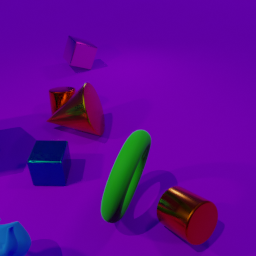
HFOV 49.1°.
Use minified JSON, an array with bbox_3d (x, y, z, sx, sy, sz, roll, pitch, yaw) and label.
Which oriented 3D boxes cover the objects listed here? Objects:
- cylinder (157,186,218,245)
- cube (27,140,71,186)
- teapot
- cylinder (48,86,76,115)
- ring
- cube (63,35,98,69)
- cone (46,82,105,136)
[{"bbox_3d":[1.059,1.552,5.058,0.793,0.793,0.793,-23,22,-28],"label":"cylinder"},{"bbox_3d":[-1.742,0.786,6.316,0.740,0.740,0.740,1,36,0],"label":"cube"},{"bbox_3d":[-1.942,1.729,4.283,0.857,1.379,0.675,-10,79,-42],"label":"teapot"},{"bbox_3d":[-1.896,-0.764,8.243,0.775,0.775,0.775,-2,21,1],"label":"cylinder"},{"bbox_3d":[-0.006,0.891,5.239,0.361,1.803,1.803,20,40,11],"label":"ring"},{"bbox_3d":[-1.887,-2.955,10.982,0.920,0.920,0.920,4,29,-36],"label":"cube"},{"bbox_3d":[-1.577,-0.346,7.643,1.465,1.460,1.460,-13,35,12],"label":"cone"}]
